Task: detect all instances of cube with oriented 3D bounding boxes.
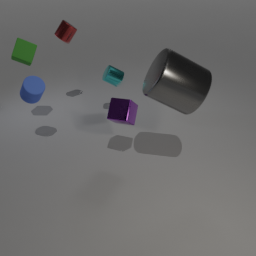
[{"bbox_3d":[-0.163,-0.517,8.937,0.700,0.700,0.700,8,-7,22],"label":"cube"},{"bbox_3d":[-3.771,-2.746,10.157,0.700,0.700,0.700,18,-4,-23],"label":"cube"}]

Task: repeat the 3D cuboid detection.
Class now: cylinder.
[{"bbox_3d":[-2.595,-4.016,11.699,0.700,0.700,0.700,34,15,-10],"label":"cylinder"},{"bbox_3d":[1.331,-1.268,7.756,1.400,1.400,1.400,23,25,-15],"label":"cylinder"},{"bbox_3d":[-3.164,-1.261,9.273,0.700,0.700,0.700,12,63,-25],"label":"cylinder"},{"bbox_3d":[-0.621,-2.184,11.778,0.700,0.700,0.700,22,22,-23],"label":"cylinder"}]
